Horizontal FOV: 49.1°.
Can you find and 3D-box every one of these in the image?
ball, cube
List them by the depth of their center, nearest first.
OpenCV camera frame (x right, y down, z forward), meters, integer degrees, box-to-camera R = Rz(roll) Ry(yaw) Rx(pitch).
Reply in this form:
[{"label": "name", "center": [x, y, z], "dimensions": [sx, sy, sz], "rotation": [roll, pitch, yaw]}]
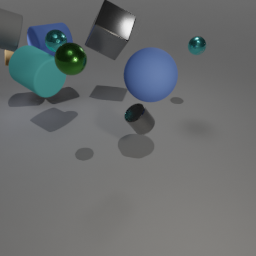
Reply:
[{"label": "ball", "center": [-1.243, -1.498, 6.099], "dimensions": [0.700, 0.700, 0.700], "rotation": [0, 32, 0]}, {"label": "ball", "center": [0.587, -1.371, 7.290], "dimensions": [1.400, 1.400, 1.400], "rotation": [0, 32, 0]}, {"label": "ball", "center": [-2.299, -2.784, 8.960], "dimensions": [0.700, 0.700, 0.700], "rotation": [0, 32, 0]}, {"label": "ball", "center": [2.665, -3.177, 10.819], "dimensions": [0.700, 0.700, 0.700], "rotation": [0, 32, 0]}, {"label": "cube", "center": [-0.713, -3.875, 11.204], "dimensions": [1.400, 1.400, 1.400], "rotation": [23, 63, -16]}]

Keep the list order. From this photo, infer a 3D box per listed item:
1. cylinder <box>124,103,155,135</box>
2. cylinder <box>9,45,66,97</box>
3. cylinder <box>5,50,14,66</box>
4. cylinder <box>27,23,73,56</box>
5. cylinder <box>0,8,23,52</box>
[{"label": "cylinder", "center": [0.355, -0.266, 8.441], "dimensions": [0.700, 0.700, 0.700], "rotation": [-21, 45, 23]}, {"label": "cylinder", "center": [-3.114, -1.963, 9.702], "dimensions": [1.400, 1.400, 1.400], "rotation": [30, 42, 25]}, {"label": "cylinder", "center": [-4.939, -3.029, 12.112], "dimensions": [0.700, 0.700, 0.700], "rotation": [-1, 30, -24]}, {"label": "cylinder", "center": [-3.171, -3.483, 11.417], "dimensions": [1.400, 1.400, 1.400], "rotation": [-21, 38, -31]}, {"label": "cylinder", "center": [-4.725, -3.655, 10.298], "dimensions": [1.400, 1.400, 1.400], "rotation": [9, 26, -27]}]
